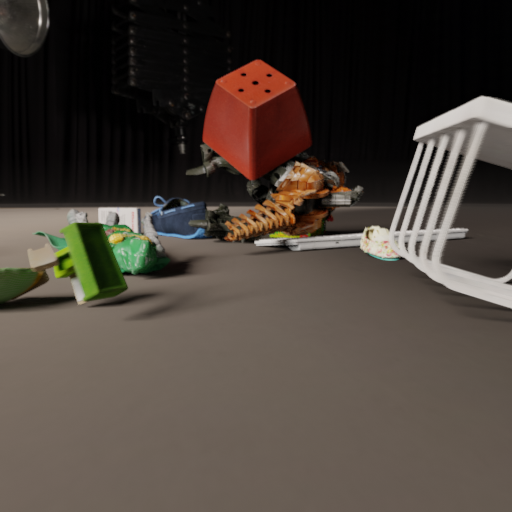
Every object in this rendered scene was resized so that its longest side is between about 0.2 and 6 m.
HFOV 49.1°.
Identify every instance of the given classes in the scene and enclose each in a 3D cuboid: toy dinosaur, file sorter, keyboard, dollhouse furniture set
[{"bbox_3d":[0.468,-1.429,12.071,3.393,2.554,4.999,9,2,19],"label":"toy dinosaur"},{"bbox_3d":[2.587,-0.437,5.882,1.842,1.653,2.654,17,8,3],"label":"file sorter"},{"bbox_3d":[2.540,-0.433,12.700,5.251,0.280,1.478,-4,8,-32],"label":"keyboard"},{"bbox_3d":[-2.120,0.342,5.402,1.806,0.697,0.902,-24,-8,21],"label":"dollhouse furniture set"}]

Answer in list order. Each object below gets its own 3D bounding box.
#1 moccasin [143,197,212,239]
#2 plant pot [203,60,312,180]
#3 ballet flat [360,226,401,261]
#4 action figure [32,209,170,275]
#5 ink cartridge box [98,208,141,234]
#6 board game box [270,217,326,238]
[{"bbox_3d":[-1.956,-1.031,14.517,1.195,1.013,2.971,-6,9,-41],"label":"moccasin"},{"bbox_3d":[0.006,-2.872,11.335,1.711,1.509,1.713,-35,60,-22],"label":"plant pot"},{"bbox_3d":[2.229,-0.265,10.266,0.624,0.527,1.649,-2,7,-5],"label":"ballet flat"},{"bbox_3d":[-2.217,-0.227,8.755,2.021,0.936,3.421,0,10,-28],"label":"action figure"},{"bbox_3d":[-3.463,-0.856,14.280,1.004,0.727,0.422,0,7,4],"label":"ink cartridge box"},{"bbox_3d":[1.128,-0.780,14.644,1.035,0.485,2.038,2,7,17],"label":"board game box"}]
